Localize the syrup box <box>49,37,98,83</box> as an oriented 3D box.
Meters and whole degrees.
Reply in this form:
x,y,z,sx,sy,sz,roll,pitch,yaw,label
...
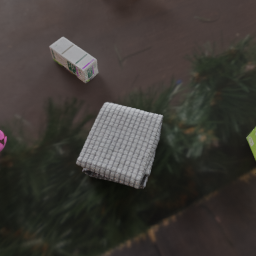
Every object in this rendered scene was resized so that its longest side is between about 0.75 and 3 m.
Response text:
x,y,z,sx,sy,sz,roll,pitch,yaw,label
-1.549,-1.966,8.082,1.396,0.550,0.569,38,68,18,syrup box

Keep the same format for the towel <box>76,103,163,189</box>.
x,y,z,sx,sy,sz,roll,pitch,yaw,label
-0.119,0.430,6.664,1.584,0.819,1.913,16,61,7,towel

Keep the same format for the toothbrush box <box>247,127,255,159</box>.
x,y,z,sx,sy,sz,roll,pitch,yaw,label
4.102,0.936,6.203,1.823,1.078,2.504,-10,61,-5,toothbrush box

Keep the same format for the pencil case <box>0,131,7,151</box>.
x,y,z,sx,sy,sz,roll,pitch,yaw,label
-2.817,-0.210,5.080,0.685,1.509,0.707,-19,31,-1,pencil case
